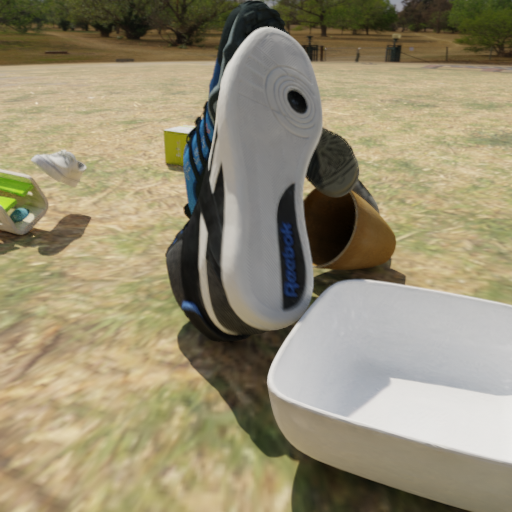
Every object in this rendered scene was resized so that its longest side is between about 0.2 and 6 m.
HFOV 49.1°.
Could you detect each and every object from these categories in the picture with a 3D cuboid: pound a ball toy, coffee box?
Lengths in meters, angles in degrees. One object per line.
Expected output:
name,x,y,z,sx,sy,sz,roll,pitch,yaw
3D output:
pound a ball toy,-4.773,-0.774,9.562,2.083,0.885,1.358,12,52,26
coffee box,-1.690,-2.712,13.799,0.840,0.839,0.831,14,27,30

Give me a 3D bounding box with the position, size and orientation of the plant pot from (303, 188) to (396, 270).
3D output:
plant pot,1.346,-0.293,7.828,1.263,1.177,1.177,15,10,-39

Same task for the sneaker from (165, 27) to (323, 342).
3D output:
sneaker,-0.325,-0.767,6.446,1.273,3.486,1.950,17,-24,-30

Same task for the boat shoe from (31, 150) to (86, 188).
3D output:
boat shoe,-3.363,-1.577,9.752,0.564,0.515,1.568,37,0,6

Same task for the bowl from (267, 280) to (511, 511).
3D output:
bowl,1.456,1.145,4.772,2.355,0.879,2.351,9,25,22

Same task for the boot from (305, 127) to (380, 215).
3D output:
boot,1.232,-0.938,7.922,0.730,2.012,1.829,-31,45,9

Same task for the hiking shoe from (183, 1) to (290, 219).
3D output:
hiking shoe,-0.502,-1.809,8.100,1.314,3.532,1.531,-12,29,-44
